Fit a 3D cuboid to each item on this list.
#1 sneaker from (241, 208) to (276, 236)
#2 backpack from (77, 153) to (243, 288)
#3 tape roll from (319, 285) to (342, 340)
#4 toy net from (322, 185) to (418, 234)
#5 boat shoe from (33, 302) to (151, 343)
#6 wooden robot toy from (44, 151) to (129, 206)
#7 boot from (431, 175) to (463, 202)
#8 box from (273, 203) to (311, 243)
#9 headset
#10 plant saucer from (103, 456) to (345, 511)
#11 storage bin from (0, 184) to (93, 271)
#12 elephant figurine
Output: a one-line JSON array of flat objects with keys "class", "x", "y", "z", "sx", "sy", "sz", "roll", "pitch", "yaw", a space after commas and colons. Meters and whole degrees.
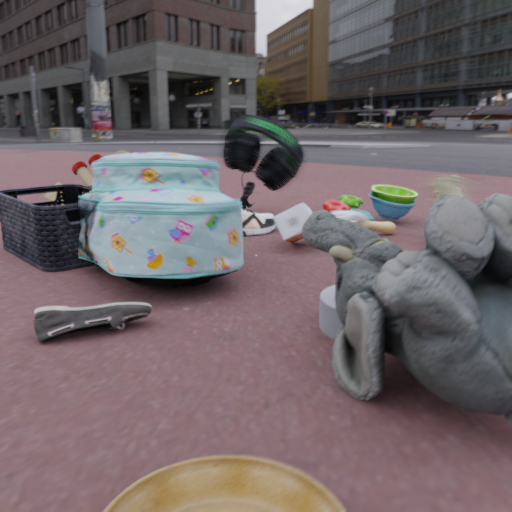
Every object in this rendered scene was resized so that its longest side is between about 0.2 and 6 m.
[{"class": "sneaker", "x": -0.397, "y": -0.907, "z": 13.464, "sx": 2.107, "sy": 0.843, "sz": 0.777, "roll": -8, "pitch": 15, "yaw": -32}, {"class": "backpack", "x": -1.602, "y": -0.621, "z": 9.667, "sx": 2.635, "sy": 2.298, "sz": 2.997, "roll": -2, "pitch": 16, "yaw": -27}, {"class": "tape roll", "x": 1.596, "y": 0.791, "z": 7.786, "sx": 1.434, "sy": 0.474, "sz": 1.434, "roll": -1, "pitch": 16, "yaw": 0}, {"class": "toy net", "x": 2.433, "y": -1.123, "z": 13.691, "sx": 2.163, "sy": 0.796, "sz": 4.124, "roll": 19, "pitch": 24, "yaw": 24}, {"class": "boat shoe", "x": -2.205, "y": 0.912, "z": 7.634, "sx": 1.559, "sy": 0.444, "sz": 0.521, "roll": -2, "pitch": -18, "yaw": -20}, {"class": "wooden robot toy", "x": -4.114, "y": -1.838, "z": 15.510, "sx": 3.366, "sy": 1.527, "sz": 1.483, "roll": -30, "pitch": 69, "yaw": -25}, {"class": "boot", "x": 4.126, "y": -1.053, "z": 12.246, "sx": 0.627, "sy": 1.345, "sz": 1.739, "roll": -6, "pitch": 10, "yaw": 41}, {"class": "box", "x": 0.894, "y": -0.691, "z": 12.128, "sx": 0.718, "sy": 0.563, "sz": 1.155, "roll": -25, "pitch": -6, "yaw": 11}, {"class": "headset", "x": -0.009, "y": -2.362, "z": 14.955, "sx": 2.064, "sy": 1.571, "sz": 3.343, "roll": 28, "pitch": -20, "yaw": -1}, {"class": "plant saucer", "x": -0.224, "y": 1.967, "z": 3.717, "sx": 1.738, "sy": 0.308, "sz": 1.738, "roll": 0, "pitch": 15, "yaw": 0}, {"class": "storage bin", "x": -4.054, "y": -0.681, "z": 11.743, "sx": 1.862, "sy": 1.291, "sz": 2.754, "roll": -12, "pitch": 20, "yaw": -39}, {"class": "elephant figurine", "x": 1.663, "y": 0.580, "z": 6.166, "sx": 2.118, "sy": 2.322, "sz": 2.993, "roll": 31, "pitch": -22, "yaw": -16}]
